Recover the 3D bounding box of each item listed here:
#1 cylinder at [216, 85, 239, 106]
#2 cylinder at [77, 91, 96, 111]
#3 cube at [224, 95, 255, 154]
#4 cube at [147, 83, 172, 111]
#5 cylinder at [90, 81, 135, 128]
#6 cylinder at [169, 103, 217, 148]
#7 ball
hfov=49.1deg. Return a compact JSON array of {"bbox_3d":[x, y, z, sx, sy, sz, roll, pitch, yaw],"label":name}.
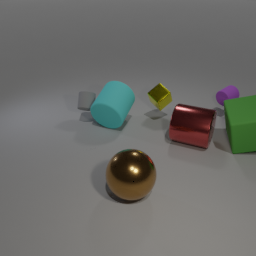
[{"bbox_3d":[4.251,-1.381,11.962,0.700,0.700,0.700,-28,38,-26],"label":"cylinder"},{"bbox_3d":[-1.704,-1.105,11.553,0.700,0.700,0.700,4,-7,0],"label":"cylinder"},{"bbox_3d":[4.199,-0.143,9.730,1.400,1.400,1.400,-9,40,14],"label":"cube"},{"bbox_3d":[1.338,-1.294,11.686,0.700,0.700,0.700,-40,61,-5],"label":"cube"},{"bbox_3d":[-0.600,-0.941,11.331,1.400,1.400,1.400,12,51,20],"label":"cylinder"},{"bbox_3d":[2.365,-0.092,10.204,1.400,1.400,1.400,13,31,22],"label":"cylinder"},{"bbox_3d":[0.083,1.271,7.695,1.400,1.400,1.400,0,28,0],"label":"ball"}]
